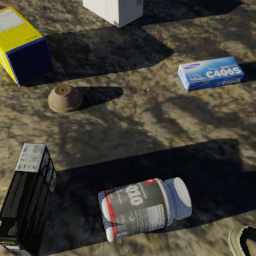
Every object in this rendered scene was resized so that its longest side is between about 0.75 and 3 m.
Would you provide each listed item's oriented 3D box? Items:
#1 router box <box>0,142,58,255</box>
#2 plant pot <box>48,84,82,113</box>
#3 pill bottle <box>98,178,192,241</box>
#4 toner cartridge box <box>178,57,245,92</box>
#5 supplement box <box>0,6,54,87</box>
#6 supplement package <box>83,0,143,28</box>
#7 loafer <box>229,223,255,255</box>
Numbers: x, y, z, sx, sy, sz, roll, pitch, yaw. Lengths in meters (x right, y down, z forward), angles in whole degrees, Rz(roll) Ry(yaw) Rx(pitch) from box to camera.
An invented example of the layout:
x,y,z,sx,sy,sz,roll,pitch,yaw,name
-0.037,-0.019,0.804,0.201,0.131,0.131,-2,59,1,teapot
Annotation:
x,y,z,sx,sy,sz,roll,pitch,yaw,name
-2.080,1.557,6.002,0.515,1.503,2.015,4,53,2,router box
-1.947,-1.005,8.569,1.052,0.485,1.052,1,53,-1,plant pot
0.356,1.714,6.149,1.856,1.057,1.057,-11,54,-11,pill bottle
2.705,-1.784,9.192,1.903,0.411,0.904,-11,54,-8,toner cartridge box
-3.739,-2.759,9.348,1.327,1.335,2.437,-32,60,-23,supplement box
-0.655,-5.357,11.257,1.388,1.405,2.318,-37,61,-24,supplement package
3.238,2.837,5.390,2.695,0.939,1.013,38,62,25,loafer
